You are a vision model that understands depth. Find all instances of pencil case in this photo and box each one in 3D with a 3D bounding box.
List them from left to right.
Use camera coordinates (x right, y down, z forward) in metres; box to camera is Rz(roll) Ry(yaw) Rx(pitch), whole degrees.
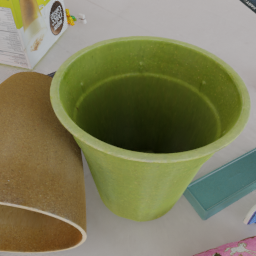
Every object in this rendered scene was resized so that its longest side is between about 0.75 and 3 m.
[{"bbox_3d":[1.874,2.431,4.750,2.087,0.864,0.903,-13,71,-12],"label":"pencil case"}]

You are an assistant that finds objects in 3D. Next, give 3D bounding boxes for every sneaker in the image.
[{"bbox_3d":[2.872,1.812,5.612,0.963,0.388,0.705,-26,49,-28],"label":"sneaker"}]

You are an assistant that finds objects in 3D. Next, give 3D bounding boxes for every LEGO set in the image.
[{"bbox_3d":[-2.422,-4.549,11.174,1.472,0.604,0.561,24,53,20],"label":"LEGO set"}]

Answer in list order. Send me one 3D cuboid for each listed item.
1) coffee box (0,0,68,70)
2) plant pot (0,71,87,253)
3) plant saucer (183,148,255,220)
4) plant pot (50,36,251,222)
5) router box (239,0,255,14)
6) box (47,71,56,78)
[{"bbox_3d":[-4.065,-4.111,9.221,2.924,2.892,2.920,12,49,10],"label":"coffee box"},{"bbox_3d":[-1.971,0.458,5.112,2.700,2.700,2.898,0,53,0],"label":"plant pot"},{"bbox_3d":[2.415,1.136,6.345,2.464,0.234,0.861,-22,52,-20],"label":"plant saucer"},{"bbox_3d":[0.266,0.293,5.279,2.998,2.847,2.998,2,46,-2],"label":"plant pot"},{"bbox_3d":[3.778,-3.350,6.911,1.960,1.468,0.609,34,80,-10],"label":"router box"},{"bbox_3d":[-1.995,-0.497,7.553,1.884,0.575,2.378,-29,54,-23],"label":"box"}]
